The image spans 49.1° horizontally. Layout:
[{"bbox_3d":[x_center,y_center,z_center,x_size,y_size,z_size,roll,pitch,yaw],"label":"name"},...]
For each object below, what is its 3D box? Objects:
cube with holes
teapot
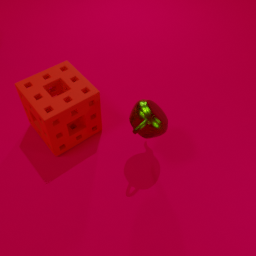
[{"bbox_3d":[-1.580,-0.468,6.660,1.355,1.355,1.355,-32,59,-24],"label":"cube with holes"},{"bbox_3d":[0.406,-0.157,5.966,0.877,0.691,1.411,49,26,0],"label":"teapot"}]
